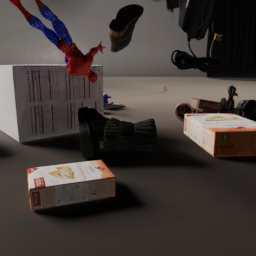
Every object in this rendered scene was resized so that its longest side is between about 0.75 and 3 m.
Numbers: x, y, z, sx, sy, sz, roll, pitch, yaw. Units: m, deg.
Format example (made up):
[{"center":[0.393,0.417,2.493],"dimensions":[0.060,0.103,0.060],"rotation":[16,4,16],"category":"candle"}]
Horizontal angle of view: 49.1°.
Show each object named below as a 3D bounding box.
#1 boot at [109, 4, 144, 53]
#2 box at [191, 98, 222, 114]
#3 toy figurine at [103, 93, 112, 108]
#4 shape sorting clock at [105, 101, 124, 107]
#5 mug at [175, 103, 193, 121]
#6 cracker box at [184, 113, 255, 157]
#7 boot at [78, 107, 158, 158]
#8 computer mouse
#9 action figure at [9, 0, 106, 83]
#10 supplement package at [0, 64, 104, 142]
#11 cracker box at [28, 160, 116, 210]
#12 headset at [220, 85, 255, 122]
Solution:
[{"center":[-0.123,-4.047,11.272],"dimensions":[0.868,1.126,2.323],"rotation":[29,55,11],"category":"boot"},{"center":[3.151,-0.841,11.515],"dimensions":[0.910,0.681,1.818],"rotation":[10,10,2],"category":"box"},{"center":[-1.570,-1.717,14.210],"dimensions":[1.756,1.546,2.931],"rotation":[-2,14,-25],"category":"toy figurine"},{"center":[-0.854,-1.306,15.069],"dimensions":[1.251,0.245,1.251],"rotation":[0,13,0],"category":"shape sorting clock"},{"center":[2.329,-0.613,11.533],"dimensions":[0.729,0.970,1.093],"rotation":[-35,3,10],"category":"mug"},{"center":[2.711,0.107,7.889],"dimensions":[1.617,0.696,2.414],"rotation":[-1,12,-7],"category":"cracker box"},{"center":[-0.327,0.020,7.555],"dimensions":[1.899,0.956,2.540],"rotation":[-9,25,-7],"category":"boot"},{"center":[1.970,-2.707,6.973],"dimensions":[1.891,2.693,0.620],"rotation":[4,3,-42],"category":"computer mouse"},{"center":[-1.436,-2.176,6.610],"dimensions":[0.803,2.462,1.218],"rotation":[-26,23,27],"category":"action figure"},{"center":[-2.619,-1.009,9.373],"dimensions":[2.911,2.193,2.209],"rotation":[-10,16,-37],"category":"supplement package"},{"center":[-1.009,0.945,4.908],"dimensions":[1.393,0.402,0.933],"rotation":[-6,14,-20],"category":"cracker box"},{"center":[4.330,-0.904,11.059],"dimensions":[1.655,1.259,2.680],"rotation":[8,4,35],"category":"headset"}]
